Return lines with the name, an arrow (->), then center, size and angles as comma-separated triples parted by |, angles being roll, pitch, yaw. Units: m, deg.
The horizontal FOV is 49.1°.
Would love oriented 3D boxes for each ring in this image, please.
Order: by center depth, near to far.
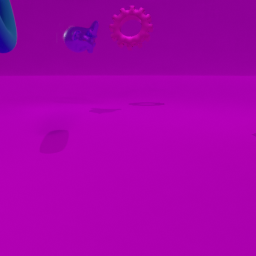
ring -> -2.270, -2.208, 4.447 | 0.403, 2.014, 2.014 | -15, 14, -8

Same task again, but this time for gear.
gear -> 0.123, -3.887, 10.907 | 1.669, 1.669, 0.309 | 2, -8, 10

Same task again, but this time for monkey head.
monkey head -> -1.521, -3.045, 9.158 | 1.009, 1.204, 1.674 | 16, 9, -21
